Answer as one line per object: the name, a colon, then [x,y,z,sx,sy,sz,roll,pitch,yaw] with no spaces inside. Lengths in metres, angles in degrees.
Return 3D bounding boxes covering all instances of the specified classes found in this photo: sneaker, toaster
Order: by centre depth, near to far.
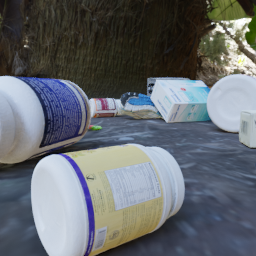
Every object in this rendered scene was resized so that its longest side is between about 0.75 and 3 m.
sneaker: [0.873,-0.856,12.394,2.812,1.054,1.219,9,-24,-16]
toaster: [2.000,-1.443,13.372,2.076,1.877,1.232,-3,11,-18]

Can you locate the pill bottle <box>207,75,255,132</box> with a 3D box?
pill bottle: [3.831,-0.815,9.038,1.660,1.660,2.929,5,9,36]

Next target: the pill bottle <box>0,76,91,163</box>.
pill bottle: [-1.813,-0.181,5.017,1.448,1.448,2.502,3,8,19]

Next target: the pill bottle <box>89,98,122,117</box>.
pill bottle: [-1.025,-0.969,13.339,1.540,0.879,0.879,-3,8,-22]

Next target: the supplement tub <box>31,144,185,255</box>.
supplement tub: [-0.139,0.525,2.219,1.042,0.758,0.758,-6,9,-38]

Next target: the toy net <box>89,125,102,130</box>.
toy net: [-1.795,-0.159,9.006,1.984,0.383,1.041,6,9,40]

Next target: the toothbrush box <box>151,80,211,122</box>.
toothbrush box: [2.334,-1.132,11.462,2.303,0.982,1.686,-3,42,-22]

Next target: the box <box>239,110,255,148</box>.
box: [3.690,0.023,6.059,2.261,0.773,0.929,1,7,5]
